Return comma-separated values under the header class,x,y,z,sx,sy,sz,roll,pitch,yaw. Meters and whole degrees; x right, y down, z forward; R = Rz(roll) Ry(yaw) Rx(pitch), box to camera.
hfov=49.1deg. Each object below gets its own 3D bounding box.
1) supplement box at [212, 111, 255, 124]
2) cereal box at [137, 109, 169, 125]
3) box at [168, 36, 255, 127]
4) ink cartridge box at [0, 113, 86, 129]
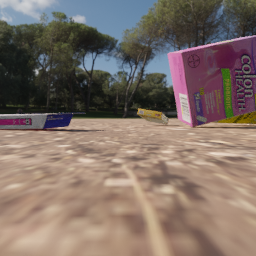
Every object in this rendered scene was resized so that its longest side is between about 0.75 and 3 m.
class,x,y,z,sx,sy,sz,roll,pitch,yaw
supplement box,4.118,-0.937,10.337,2.225,1.218,1.211,2,-26,-4
cereal box,0.936,-0.395,10.133,0.881,0.242,1.224,11,-6,21
box,2.683,-1.422,8.411,2.456,2.161,1.187,-14,15,-8
ink cartridge box,-2.245,-0.181,6.811,2.217,0.411,1.050,-3,2,21
